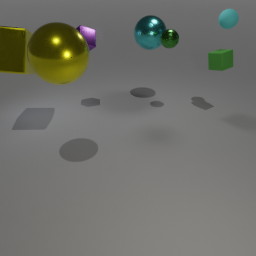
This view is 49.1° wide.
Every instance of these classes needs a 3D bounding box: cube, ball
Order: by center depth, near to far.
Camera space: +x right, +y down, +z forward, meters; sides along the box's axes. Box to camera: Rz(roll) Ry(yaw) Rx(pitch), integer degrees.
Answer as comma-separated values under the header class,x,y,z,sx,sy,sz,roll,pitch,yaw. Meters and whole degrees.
class,x,y,z,sx,sy,sz,roll,pitch,yaw
ball,-1.596,-1.701,6.481,1.400,1.400,1.400,0,28,0
cube,-3.944,-2.530,9.269,1.400,1.400,1.400,3,10,-7
ball,3.726,-4.038,10.383,0.700,0.700,0.700,0,28,0
ball,1.564,-3.342,10.498,0.700,0.700,0.700,0,28,0
cube,-1.711,-3.402,10.770,0.700,0.700,0.700,4,-10,-39
cube,3.730,-2.743,11.270,0.700,0.700,0.700,-23,26,-28
ball,0.950,-4.050,11.932,1.400,1.400,1.400,0,28,0
